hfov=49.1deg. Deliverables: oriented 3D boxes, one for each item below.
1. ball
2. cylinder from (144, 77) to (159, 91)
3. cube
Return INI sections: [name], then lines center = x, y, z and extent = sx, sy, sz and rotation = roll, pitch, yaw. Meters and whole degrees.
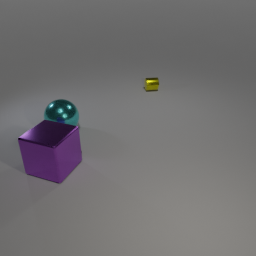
[ball]
center = -2.682, -0.468, 11.320
extent = 1.400, 1.400, 1.400
rotation = 0, 30, 0
[cylinder]
center = 1.315, -2.444, 15.564
extent = 0.700, 0.700, 0.700
rotation = -5, 30, -8
[cube]
center = -2.511, 0.727, 9.264
extent = 1.400, 1.400, 1.400
rotation = 11, 31, 19
